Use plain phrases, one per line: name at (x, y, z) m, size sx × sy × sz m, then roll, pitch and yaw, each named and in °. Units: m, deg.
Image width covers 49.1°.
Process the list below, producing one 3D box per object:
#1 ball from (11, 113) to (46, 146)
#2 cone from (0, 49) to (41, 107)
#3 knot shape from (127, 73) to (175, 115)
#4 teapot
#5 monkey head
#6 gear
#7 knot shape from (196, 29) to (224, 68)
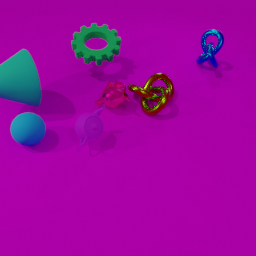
ball at (-2.644, 0.031, 7.441) m, size 0.883 × 0.883 × 0.883 m, roll 0°, pitch 47°, yaw 0°
cone at (-3.506, -1.217, 7.687) m, size 1.673 × 1.666 × 1.666 m, roll -18°, pitch 48°, yaw -32°
knot shape at (0.661, -1.107, 8.621) m, size 1.412 × 0.697 × 1.509 m, roll 15°, pitch 50°, yaw 15°
teapot at (-0.947, -0.064, 7.323) m, size 0.608 × 0.772 × 1.241 m, roll -6°, pitch 55°, yaw 57°
monkey head at (-0.364, -0.928, 8.472) m, size 1.272 × 0.915 × 0.767 m, roll -2°, pitch 65°, yaw 32°
gear at (-1.056, -2.831, 9.408) m, size 1.613 × 0.298 × 1.613 m, roll 1°, pitch 61°, yaw -3°
knot shape at (2.849, -2.606, 9.675) m, size 0.607 × 1.314 × 1.230 m, roll 3°, pitch 53°, yaw -10°
